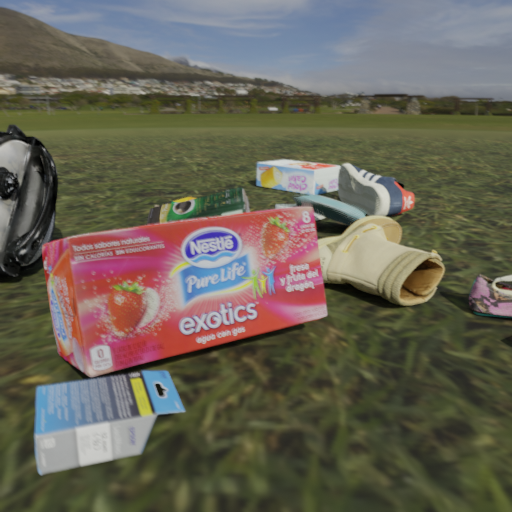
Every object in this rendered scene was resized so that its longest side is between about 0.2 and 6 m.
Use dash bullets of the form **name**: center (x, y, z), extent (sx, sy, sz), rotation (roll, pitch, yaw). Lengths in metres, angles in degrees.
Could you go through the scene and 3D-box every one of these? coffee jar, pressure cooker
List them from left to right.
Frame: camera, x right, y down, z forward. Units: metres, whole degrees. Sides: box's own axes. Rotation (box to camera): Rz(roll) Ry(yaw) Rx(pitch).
- **pressure cooker**: center (-4.874, -0.862, 9.712), extent (2.895, 2.546, 2.586), rotation (-1, 20, 9)
- **coffee jar**: center (-1.152, -0.657, 11.156), extent (2.097, 0.894, 1.093), rotation (-12, 32, 4)

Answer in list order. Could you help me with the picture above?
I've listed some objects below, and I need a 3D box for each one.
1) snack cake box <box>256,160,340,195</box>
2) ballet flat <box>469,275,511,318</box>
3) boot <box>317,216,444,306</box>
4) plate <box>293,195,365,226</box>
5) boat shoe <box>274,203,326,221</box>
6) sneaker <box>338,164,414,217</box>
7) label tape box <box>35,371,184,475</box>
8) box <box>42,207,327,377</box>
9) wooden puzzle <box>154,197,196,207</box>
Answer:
- **snack cake box**: center (1.384, -2.652, 18.666), extent (2.483, 0.834, 1.428), rotation (15, 21, 41)
- **ballet flat**: center (4.077, 0.624, 7.902), extent (2.014, 0.717, 0.696), rotation (9, 19, 27)
- **boot**: center (2.290, 0.031, 9.483), extent (2.009, 0.941, 2.584), rotation (15, 24, 42)
- **plate**: center (1.800, -1.054, 12.844), extent (1.970, 0.252, 1.970), rotation (20, -1, 1)
- **boat shoe**: center (1.159, -1.166, 14.179), extent (1.549, 0.552, 0.541), rotation (-8, 18, -25)
- **sneaker**: center (3.268, -1.796, 15.467), extent (1.283, 1.138, 3.035), rotation (-5, 27, -15)
- **label tape box**: center (-1.413, 1.535, 5.377), extent (1.299, 0.429, 0.931), rotation (-4, 15, -19)
- **box**: center (-0.864, 0.313, 7.027), extent (3.158, 1.507, 1.574), rotation (-10, 4, -30)
- **wooden puzzle**: center (-1.909, -1.400, 15.486), extent (1.279, 0.258, 1.383), rotation (15, 22, 43)
